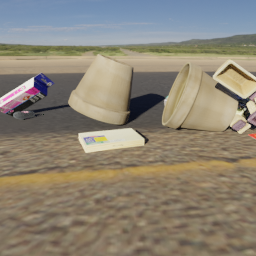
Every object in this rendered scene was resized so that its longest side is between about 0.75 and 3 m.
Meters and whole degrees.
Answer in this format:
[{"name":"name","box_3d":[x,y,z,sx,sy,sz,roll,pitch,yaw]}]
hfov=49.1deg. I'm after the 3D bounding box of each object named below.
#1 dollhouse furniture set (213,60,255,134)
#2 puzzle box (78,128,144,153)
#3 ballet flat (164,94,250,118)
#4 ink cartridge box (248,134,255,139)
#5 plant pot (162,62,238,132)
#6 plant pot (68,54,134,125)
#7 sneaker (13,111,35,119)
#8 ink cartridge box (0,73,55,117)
[{"name":"dollhouse furniture set","box_3d":[2.803,-0.459,6.835,2.088,1.655,1.482,26,40,-23]},{"name":"puzzle box","box_3d":[-0.467,0.301,7.429,1.552,0.197,1.032,-6,18,-17]},{"name":"ballet flat","box_3d":[2.647,-0.651,9.342,2.866,1.031,1.031,1,17,6]},{"name":"ink cartridge box","box_3d":[4.054,0.227,7.568,1.051,0.267,1.193,-1,17,-8]},{"name":"plant pot","box_3d":[2.147,-0.697,8.241,1.708,1.968,1.968,21,16,-4]},{"name":"plant pot","box_3d":[-0.693,-1.328,9.075,2.070,1.796,2.070,19,16,-6]},{"name":"sneaker","box_3d":[-3.670,-0.441,9.763,0.322,0.276,0.786,1,3,38]},{"name":"ink cartridge box","box_3d":[-3.492,-1.111,9.614,1.948,0.361,0.922,-33,-19,4]}]
